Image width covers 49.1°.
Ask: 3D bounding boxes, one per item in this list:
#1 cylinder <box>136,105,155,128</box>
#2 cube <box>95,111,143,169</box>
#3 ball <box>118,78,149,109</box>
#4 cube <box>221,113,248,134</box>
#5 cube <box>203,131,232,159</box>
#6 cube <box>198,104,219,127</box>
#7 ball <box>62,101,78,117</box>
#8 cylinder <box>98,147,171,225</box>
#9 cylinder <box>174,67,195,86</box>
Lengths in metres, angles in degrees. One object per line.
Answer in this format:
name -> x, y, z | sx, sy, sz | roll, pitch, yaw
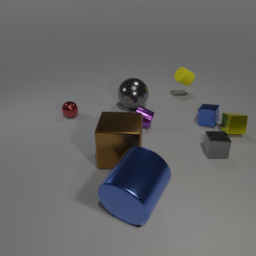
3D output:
cylinder -> 0.618, -0.446, 11.154 | 0.700, 0.700, 0.700 | 25, 33, 4
cube -> -0.250, 0.392, 9.131 | 1.400, 1.400, 1.400 | 2, 29, 4
ball -> 0.229, -1.543, 12.563 | 1.400, 1.400, 1.400 | 0, 29, 0
cube -> 4.041, -0.185, 10.684 | 0.700, 0.700, 0.700 | 0, 13, -5
cube -> 3.018, 0.573, 9.531 | 0.700, 0.700, 0.700 | 0, 29, 0
cube -> 3.282, -0.525, 11.398 | 0.700, 0.700, 0.700 | 7, 29, 28
ball -> -2.482, -0.802, 11.987 | 0.700, 0.700, 0.700 | 0, 29, 0
cylinder -> 0.184, 1.425, 7.047 | 1.400, 1.400, 1.400 | 16, 44, 26
cylinder -> 2.726, -2.471, 13.505 | 0.700, 0.700, 0.700 | 19, 17, -34
